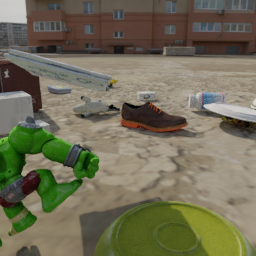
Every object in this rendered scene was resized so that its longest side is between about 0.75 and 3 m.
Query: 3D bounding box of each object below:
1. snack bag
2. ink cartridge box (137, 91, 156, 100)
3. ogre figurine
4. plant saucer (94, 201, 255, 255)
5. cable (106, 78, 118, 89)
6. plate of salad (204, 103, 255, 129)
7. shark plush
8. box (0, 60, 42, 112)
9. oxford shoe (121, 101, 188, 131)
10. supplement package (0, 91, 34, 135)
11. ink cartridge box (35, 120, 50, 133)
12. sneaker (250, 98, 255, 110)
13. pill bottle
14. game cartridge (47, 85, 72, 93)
[{"bbox_3d":[-1.307,-1.129,5.922,1.940,0.220,2.057,13,1,-5],"label":"snack bag"},{"bbox_3d":[0.912,-1.615,14.024,0.831,0.364,0.604,-2,17,-10],"label":"ink cartridge box"},{"bbox_3d":[-1.512,0.705,3.850,2.053,1.231,1.007,-35,6,21],"label":"ogre figurine"},{"bbox_3d":[0.661,1.623,3.854,2.281,0.354,2.281,-1,18,0],"label":"plant saucer"},{"bbox_3d":[-1.424,-2.731,17.274,1.001,0.518,2.060,6,18,19],"label":"cable"},{"bbox_3d":[3.862,-0.434,9.995,2.372,0.570,2.372,10,16,-3],"label":"plate of salad"},{"bbox_3d":[-1.268,-0.863,11.326,1.872,0.851,0.780,-12,-10,-21],"label":"shark plush"},{"bbox_3d":[-5.190,-1.643,11.250,2.525,2.074,2.095,7,19,22],"label":"box"},{"bbox_3d":[0.840,-0.420,9.433,2.354,0.854,0.838,6,18,17],"label":"oxford shoe"},{"bbox_3d":[-4.038,-0.509,9.196,1.528,1.159,1.151,-11,21,-32],"label":"supplement package"},{"bbox_3d":[-2.913,0.012,8.925,0.577,0.338,0.798,-13,20,-37],"label":"ink cartridge box"},{"bbox_3d":[5.919,-1.612,12.029,1.019,1.553,2.700,8,19,23],"label":"sneaker"},{"bbox_3d":[3.290,-1.092,11.678,1.435,0.780,0.780,3,18,7],"label":"pill bottle"},{"bbox_3d":[-4.011,-2.246,16.086,0.975,0.296,1.463,-15,25,-36],"label":"game cartridge"}]
